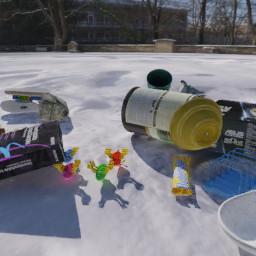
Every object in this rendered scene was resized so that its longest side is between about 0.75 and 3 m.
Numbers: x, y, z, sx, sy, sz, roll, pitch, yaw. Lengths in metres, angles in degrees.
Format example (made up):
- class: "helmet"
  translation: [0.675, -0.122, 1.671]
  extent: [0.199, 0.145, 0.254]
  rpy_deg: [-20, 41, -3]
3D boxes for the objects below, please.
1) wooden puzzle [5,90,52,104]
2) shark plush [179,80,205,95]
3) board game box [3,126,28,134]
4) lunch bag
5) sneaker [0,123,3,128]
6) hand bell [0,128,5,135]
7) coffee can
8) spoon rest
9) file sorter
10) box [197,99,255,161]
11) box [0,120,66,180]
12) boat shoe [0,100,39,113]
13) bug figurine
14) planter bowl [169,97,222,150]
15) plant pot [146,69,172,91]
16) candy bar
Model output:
- class: "wooden puzzle"
  translation: [-4.582, -1.453, 13.593]
  extent: [2.003, 0.501, 2.162]
  rpy_deg: [2, 1, 0]
- class: "shark plush"
  translation: [3.515, -1.877, 15.707]
  extent: [2.208, 1.003, 0.919]
  rpy_deg: [9, 28, -48]
- class: "board game box"
  translation: [-3.956, 0.232, 9.689]
  extent: [0.767, 0.210, 1.215]
  rpy_deg: [16, 25, 40]
- class: "lunch bag"
  translation: [-3.094, -0.840, 11.824]
  extent: [1.137, 0.945, 1.356]
  rpy_deg: [11, 15, -22]
- class: "sneaker"
  translation: [-4.746, -0.044, 10.111]
  extent: [0.380, 0.413, 1.031]
  rpy_deg: [-14, 20, -36]
- class: "hand bell"
  translation: [-4.786, 0.253, 8.594]
  extent: [1.076, 1.076, 2.066]
  rpy_deg: [13, 18, 34]
- class: "coffee can"
  translation: [1.149, -0.440, 9.377]
  extent: [2.271, 1.662, 1.662]
  rpy_deg: [13, 23, 33]
- class: "spoon rest"
  translation: [2.884, 1.473, 5.135]
  extent: [2.829, 0.858, 1.406]
  rpy_deg: [-10, 22, -29]
- class: "file sorter"
  translation: [2.535, 1.032, 6.568]
  extent: [1.216, 0.746, 0.844]
  rpy_deg: [-16, 25, -40]
- class: "box"
  translation: [3.826, 0.016, 8.826]
  extent: [2.732, 1.176, 2.237]
  rpy_deg: [13, 23, 32]
- class: "box"
  translation: [-3.174, 0.646, 7.273]
  extent: [2.965, 0.535, 2.120]
  rpy_deg: [-14, 22, -11]
- class: "boat shoe"
  translation: [-4.951, -1.035, 12.845]
  extent: [1.633, 0.587, 0.536]
  rpy_deg: [-4, 15, -15]
- class: "bug figurine"
  translation: [-1.010, 0.904, 7.305]
  extent: [1.976, 0.508, 1.532]
  rpy_deg: [2, 20, 7]
- class: "planter bowl"
  translation: [1.962, 0.042, 7.481]
  extent: [1.596, 1.596, 0.665]
  rpy_deg: [-4, 26, -13]
- class: "plant pot"
  translation: [1.150, -1.588, 10.336]
  extent: [0.929, 0.746, 0.929]
  rpy_deg: [-2, 55, 3]
- class: "candy bar"
  translation: [1.346, 1.157, 7.024]
  extent: [0.487, 0.216, 1.953]
  rpy_deg: [3, 19, 10]
